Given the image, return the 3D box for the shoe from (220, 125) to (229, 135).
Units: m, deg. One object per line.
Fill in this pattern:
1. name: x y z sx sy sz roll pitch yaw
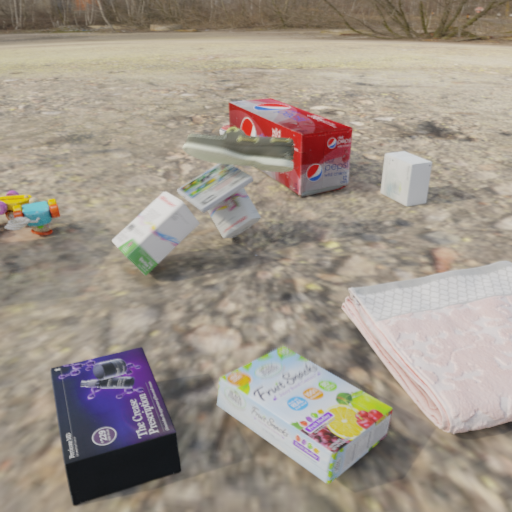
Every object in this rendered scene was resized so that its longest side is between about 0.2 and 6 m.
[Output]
1. shoe: -0.150 -4.041 16.937 1.928 0.877 0.689 4 26 7

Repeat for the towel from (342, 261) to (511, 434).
1. towel: 2.977 0.985 7.226 2.960 0.477 2.827 -8 28 -14

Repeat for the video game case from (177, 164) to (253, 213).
1. video game case: -0.724 -1.224 9.745 1.056 0.116 0.963 -35 41 -15

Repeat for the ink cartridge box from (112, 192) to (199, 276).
1. ink cartridge box: -1.632 -0.387 9.074 1.223 0.513 0.885 -45 33 -8

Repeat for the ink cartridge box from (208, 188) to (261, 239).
1. ink cartridge box: -0.477 -0.893 10.202 0.702 0.971 0.411 -34 -8 24

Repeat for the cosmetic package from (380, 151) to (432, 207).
1. cosmetic package: 3.215 -1.670 12.068 0.573 0.929 0.931 -12 28 -24

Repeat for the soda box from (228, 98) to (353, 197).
1. soda box: 0.684 -2.848 13.854 1.327 1.465 4.185 -12 28 -22

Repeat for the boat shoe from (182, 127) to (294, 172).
1. boat shoe: -0.276 -1.848 9.507 1.912 0.571 0.683 7 -4 -12

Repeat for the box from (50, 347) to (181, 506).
1. box: -1.485 1.660 5.752 1.041 0.582 1.475 -13 29 -20

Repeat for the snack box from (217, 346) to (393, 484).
1. snack box: 0.485 1.568 5.826 1.497 0.397 1.065 24 27 38

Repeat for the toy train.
1. toy train: -4.707 -0.631 10.407 2.242 0.624 1.684 10 29 25
